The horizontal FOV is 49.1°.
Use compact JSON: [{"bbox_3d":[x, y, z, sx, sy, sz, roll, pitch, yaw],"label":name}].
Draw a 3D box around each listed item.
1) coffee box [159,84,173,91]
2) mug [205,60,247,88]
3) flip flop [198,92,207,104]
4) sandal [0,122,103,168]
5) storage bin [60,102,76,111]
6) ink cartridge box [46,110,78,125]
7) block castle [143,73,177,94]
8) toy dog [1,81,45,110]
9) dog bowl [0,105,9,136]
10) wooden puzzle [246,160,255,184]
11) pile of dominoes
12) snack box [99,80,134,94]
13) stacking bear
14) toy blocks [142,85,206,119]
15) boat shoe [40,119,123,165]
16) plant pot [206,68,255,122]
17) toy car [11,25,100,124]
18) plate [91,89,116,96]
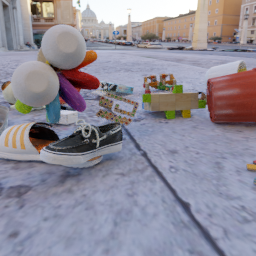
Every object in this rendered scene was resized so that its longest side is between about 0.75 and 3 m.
[{"bbox_3d":[2.220,-2.153,14.907,1.032,0.227,0.634,13,25,34],"label":"coffee box"},{"bbox_3d":[4.840,-2.263,13.884,1.701,2.072,1.659,4,50,38],"label":"mug"},{"bbox_3d":[3.008,-1.294,12.010,1.735,0.499,0.704,-10,22,-28],"label":"flip flop"},{"bbox_3d":[-2.038,0.264,6.883,3.003,0.861,1.151,5,18,12],"label":"sandal"},{"bbox_3d":[-2.304,-0.656,10.192,0.795,0.578,0.534,13,13,34],"label":"storage bin"},{"bbox_3d":[-2.216,-0.375,9.452,0.869,0.366,0.635,7,15,25],"label":"ink cartridge box"},{"bbox_3d":[1.607,-2.172,14.204,1.662,0.780,1.111,-7,32,-1],"label":"block castle"},{"bbox_3d":[-4.185,-1.312,11.272,1.911,1.334,1.853,14,55,32],"label":"toy dog"},{"bbox_3d":[-4.709,-0.055,8.075,2.484,0.728,2.484,-1,19,0],"label":"dog bowl"},{"bbox_3d":[3.350,1.065,5.724,1.948,0.137,1.155,17,25,41],"label":"wooden puzzle"},{"bbox_3d":[-0.292,-0.553,7.791,1.069,0.833,0.170,18,-25,2],"label":"pile of dominoes"},{"bbox_3d":[-0.829,-2.094,14.112,1.999,0.371,1.161,18,12,40],"label":"snack box"},{"bbox_3d":[-3.698,-2.141,12.980,2.991,1.816,1.701,7,17,40],"label":"stacking bear"},{"bbox_3d":[1.483,-1.022,10.645,2.379,1.189,1.626,-3,8,-13],"label":"toy blocks"},{"bbox_3d":[-0.895,0.240,6.156,0.836,0.773,2.263,19,18,40],"label":"boat shoe"},{"bbox_3d":[3.707,-1.009,9.311,1.960,2.015,2.015,-6,18,9],"label":"plant pot"},{"bbox_3d":[-1.690,-1.184,7.046,1.826,2.436,2.132,38,-13,-18],"label":"toy car"},{"bbox_3d":[-1.219,-1.796,14.013,0.942,0.152,0.940,-17,26,-41],"label":"plate"}]
